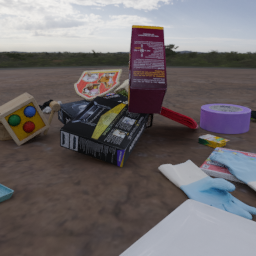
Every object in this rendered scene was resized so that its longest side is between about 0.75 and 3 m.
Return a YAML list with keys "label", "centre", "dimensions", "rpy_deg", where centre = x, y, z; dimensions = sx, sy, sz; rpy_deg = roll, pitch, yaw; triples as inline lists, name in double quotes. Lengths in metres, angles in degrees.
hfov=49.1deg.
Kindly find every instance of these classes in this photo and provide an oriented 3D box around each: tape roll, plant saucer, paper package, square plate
- label: "tape roll"
  centre: [4.005, -0.420, 11.614]
  dimensions: [1.960, 0.833, 1.960]
  rpy_deg: [0, 17, 0]
- label: "plant saucer"
  centre: [-3.583, 1.382, 6.556]
  dimensions: [2.113, 0.200, 0.739]
  rpy_deg: [11, 19, 35]
- label: "paper package"
  centre: [-4.385, -0.200, 10.818]
  dimensions: [1.557, 0.845, 1.633]
  rpy_deg: [-11, 20, -34]
- label: "square plate"
  centre: [1.385, 1.986, 4.208]
  dimensions: [2.282, 0.328, 2.303]
  rpy_deg: [14, 21, 38]

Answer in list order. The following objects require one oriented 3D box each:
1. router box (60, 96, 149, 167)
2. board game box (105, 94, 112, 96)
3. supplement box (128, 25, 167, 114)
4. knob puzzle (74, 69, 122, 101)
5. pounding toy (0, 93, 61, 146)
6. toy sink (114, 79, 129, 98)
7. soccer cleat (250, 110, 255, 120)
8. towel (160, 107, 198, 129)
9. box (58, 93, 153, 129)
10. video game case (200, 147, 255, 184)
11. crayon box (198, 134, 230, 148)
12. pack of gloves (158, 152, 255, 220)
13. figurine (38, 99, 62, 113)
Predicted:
- label: "router box"
  centre: [-0.622, -0.024, 8.854]
  dimensions: [2.005, 0.666, 2.551]
  rpy_deg: [17, 33, 13]
- label: "board game box"
  centre: [-1.360, -1.657, 16.465]
  dimensions: [2.206, 0.496, 1.678]
  rpy_deg: [-1, 16, -4]
- label: "supplement box"
  centre: [0.561, -1.833, 8.780]
  dimensions: [1.054, 2.461, 1.358]
  rpy_deg: [2, -28, -2]
- label: "knob puzzle"
  centre: [-1.357, -1.911, 11.837]
  dimensions: [2.282, 0.316, 2.282]
  rpy_deg: [-7, 44, 7]
- label: "pounding toy"
  centre: [-3.238, -0.308, 9.945]
  dimensions: [2.048, 1.800, 0.937]
  rpy_deg: [-35, 35, -21]
- label: "toy sink"
  centre: [0.147, -1.643, 13.491]
  dimensions: [1.037, 1.207, 1.851]
  rpy_deg: [-43, 15, -16]
- label: "soccer cleat"
  centre: [6.345, -0.627, 12.084]
  dimensions: [2.357, 0.955, 0.796]
  rpy_deg: [15, 22, 42]
- label: "towel"
  centre: [1.649, -0.492, 10.475]
  dimensions: [2.092, 0.325, 2.893]
  rpy_deg: [26, 7, 13]
- label: "box"
  centre: [-0.884, -0.467, 10.977]
  dimensions: [2.993, 0.651, 2.397]
  rpy_deg: [-15, 34, -33]
- label: "video game case"
  centre: [2.933, 1.004, 7.888]
  dimensions: [1.354, 0.165, 1.894]
  rpy_deg: [9, 18, 29]
- label: "crayon box"
  centre: [2.947, 0.468, 9.622]
  dimensions: [0.556, 0.228, 0.884]
  rpy_deg: [-12, 20, -36]
- label: "pack of gloves"
  centre: [2.372, 1.073, 6.573]
  dimensions: [2.371, 0.557, 2.822]
  rpy_deg: [-12, 21, -17]
- label: "figurine"
  centre: [-4.141, -1.060, 14.636]
  dimensions: [1.154, 0.497, 1.126]
  rpy_deg: [13, 29, 37]
